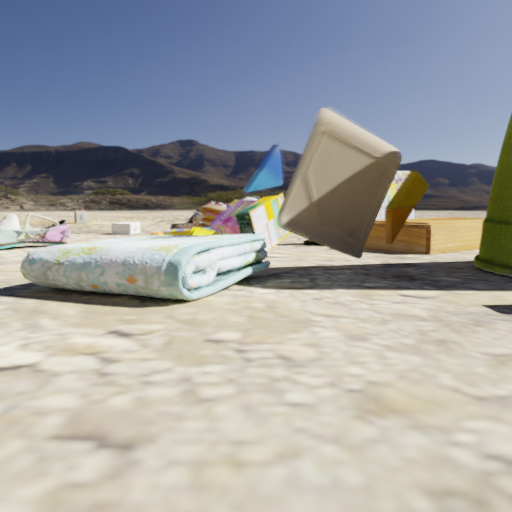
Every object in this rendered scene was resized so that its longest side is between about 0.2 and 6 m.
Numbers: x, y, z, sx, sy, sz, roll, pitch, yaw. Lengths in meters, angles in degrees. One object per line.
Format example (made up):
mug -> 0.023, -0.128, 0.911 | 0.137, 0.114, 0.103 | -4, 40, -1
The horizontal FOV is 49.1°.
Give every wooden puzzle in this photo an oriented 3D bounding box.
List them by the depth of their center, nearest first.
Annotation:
wooden puzzle -> 1.153, -0.934, 7.624 | 2.671, 1.802, 0.312 | 28, -3, -32

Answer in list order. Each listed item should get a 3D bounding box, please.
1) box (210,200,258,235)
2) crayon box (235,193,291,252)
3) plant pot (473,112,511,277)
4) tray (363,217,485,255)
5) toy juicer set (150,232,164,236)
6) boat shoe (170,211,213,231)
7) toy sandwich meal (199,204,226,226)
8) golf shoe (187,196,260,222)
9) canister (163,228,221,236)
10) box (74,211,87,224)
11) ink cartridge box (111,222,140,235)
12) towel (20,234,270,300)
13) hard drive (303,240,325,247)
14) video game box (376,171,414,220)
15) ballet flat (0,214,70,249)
box -> -0.285, -0.667, 10.674 | 0.891, 0.431, 0.784 | 7, 47, 51
crayon box -> 0.143, -0.537, 9.610 | 0.320, 0.779, 1.239 | -4, 18, 31
plant pot -> 4.687, -1.375, 7.347 | 3.287, 3.165, 3.287 | 0, 8, 0
tray -> 3.835, -0.470, 11.518 | 3.318, 0.614, 1.637 | -4, 7, -39
toy juicer set -> -1.755, -0.141, 8.871 | 1.106, 0.473, 1.738 | -3, 7, -32
boat shoe -> -1.594, -0.946, 15.921 | 1.762, 0.638, 0.637 | -2, 6, -22
toy sandwich meal -> -0.782, -0.787, 13.336 | 1.444, 0.494, 1.444 | 18, -11, 4
golf shoe -> -0.806, -1.114, 16.954 | 2.769, 1.069, 1.220 | -3, 17, 39
canister -> -1.127, -0.246, 9.749 | 0.691, 0.402, 0.930 | 14, -9, -44
box -> -7.146, -1.572, 22.775 | 0.424, 0.498, 0.778 | -2, 6, -23
ink cartridge box -> -3.657, -0.768, 15.724 | 0.567, 0.326, 0.781 | 1, 6, 8
towel -> -1.113, 0.080, 6.488 | 1.995, 0.561, 2.331 | -1, 5, 24
hard drive -> 1.419, -0.300, 12.090 | 0.557, 0.131, 0.798 | 3, 7, 27
video game box -> 2.828, -1.074, 12.382 | 1.473, 1.617, 0.379 | -2, 5, -25
ballet flat -> -4.638, -0.495, 11.212 | 0.681, 0.701, 1.969 | 5, 8, 40
